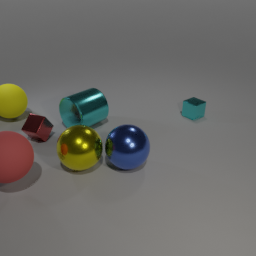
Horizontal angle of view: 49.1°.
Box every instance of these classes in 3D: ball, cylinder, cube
[{"bbox_3d":[-4.852,-1.102,11.479,1.400,1.400,1.400,0,29,0],"label":"ball"},{"bbox_3d":[-1.466,0.596,8.546,1.400,1.400,1.400,0,29,0],"label":"ball"},{"bbox_3d":[-3.266,0.776,7.540,1.400,1.400,1.400,0,29,0],"label":"ball"},{"bbox_3d":[-0.017,0.581,8.644,1.400,1.400,1.400,0,29,0],"label":"ball"},{"bbox_3d":[-1.711,-0.717,10.923,1.400,1.400,1.400,23,36,35],"label":"cylinder"},{"bbox_3d":[-3.259,-0.011,10.129,0.700,0.700,0.700,12,66,20],"label":"cube"},{"bbox_3d":[2.785,-0.817,11.860,0.700,0.700,0.700,-21,35,-34],"label":"cube"}]
